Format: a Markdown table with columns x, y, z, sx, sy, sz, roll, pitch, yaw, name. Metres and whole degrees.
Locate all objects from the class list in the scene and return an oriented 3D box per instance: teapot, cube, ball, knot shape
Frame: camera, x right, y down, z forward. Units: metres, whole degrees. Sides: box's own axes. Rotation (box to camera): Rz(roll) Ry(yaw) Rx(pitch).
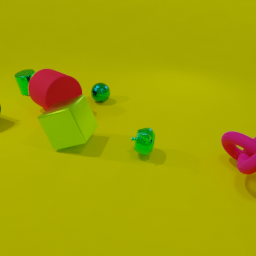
| x | y | z | sx | sy | sz | roll | pitch | yaw | name |
| --- | --- | --- | --- | --- | --- | --- | --- | --- | --- |
| 0.370 | 0.316 | 7.119 | 0.577 | 1.179 | 0.733 | 11 | 74 | -2 | teapot |
| -1.573 | -0.158 | 7.523 | 1.011 | 1.011 | 1.011 | -13 | 23 | 21 | cube |
| -0.990 | -1.285 | 10.102 | 0.707 | 0.707 | 0.707 | 0 | 30 | 0 | ball |
| 3.171 | 0.497 | 6.269 | 1.767 | 0.873 | 1.888 | -2 | 3 | -4 | knot shape |

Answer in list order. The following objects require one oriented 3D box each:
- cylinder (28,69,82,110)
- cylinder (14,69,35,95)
| x | y | z | sx | sy | sz | roll | pitch | yaw | name |
| --- | --- | --- | --- | --- | --- | --- | --- | --- | --- |
| -2.394 | -1.192 | 9.224 | 1.317 | 1.317 | 1.317 | -23 | 34 | -35 | cylinder |
| -3.863 | -1.767 | 10.785 | 0.769 | 0.769 | 0.769 | -7 | 34 | 4 | cylinder |
